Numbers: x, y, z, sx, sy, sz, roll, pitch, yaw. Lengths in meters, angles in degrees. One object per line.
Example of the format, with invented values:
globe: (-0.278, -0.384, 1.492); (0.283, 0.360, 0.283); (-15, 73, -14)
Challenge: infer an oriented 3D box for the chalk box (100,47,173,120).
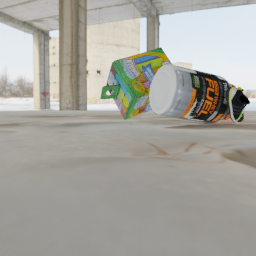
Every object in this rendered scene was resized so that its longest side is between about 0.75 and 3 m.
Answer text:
chalk box: (0.330, -1.702, 11.415); (2.978, 1.846, 1.859); (-23, -18, -22)

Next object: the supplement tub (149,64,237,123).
supplement tub: (2.188, -1.035, 9.100); (2.668, 1.635, 1.635); (6, 2, -24)

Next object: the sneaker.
sneaker: (3.306, -0.637, 8.266); (0.574, 1.386, 0.497); (6, 52, 42)
